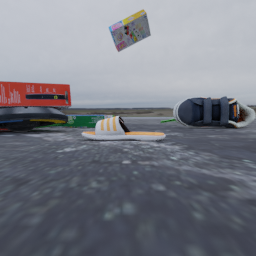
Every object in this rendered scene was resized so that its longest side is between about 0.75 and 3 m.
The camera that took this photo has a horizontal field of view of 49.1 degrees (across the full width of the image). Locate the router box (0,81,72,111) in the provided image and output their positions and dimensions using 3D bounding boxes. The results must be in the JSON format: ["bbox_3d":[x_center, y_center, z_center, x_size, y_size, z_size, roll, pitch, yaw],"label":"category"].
[{"bbox_3d":[-2.719,-0.604,6.815,1.976,0.538,2.202,-3,-4,-35],"label":"router box"}]

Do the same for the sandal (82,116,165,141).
[{"bbox_3d":[-0.069,-0.002,4.535,1.339,0.384,0.513,0,3,5],"label":"sandal"}]

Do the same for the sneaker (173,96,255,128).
[{"bbox_3d":[2.648,-0.487,8.423,2.493,0.978,0.990,1,-3,-19],"label":"sneaker"}]

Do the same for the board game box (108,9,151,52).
[{"bbox_3d":[0.075,-2.904,8.416,1.164,0.235,0.891,-27,-30,-2],"label":"board game box"}]

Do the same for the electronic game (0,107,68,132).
[{"bbox_3d":[-2.474,-0.141,6.503,2.146,0.447,2.146,-6,-3,0],"label":"electronic game"}]

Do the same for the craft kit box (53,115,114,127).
[{"bbox_3d":[-1.550,-0.253,9.608,1.916,0.465,1.892,0,5,7],"label":"craft kit box"}]

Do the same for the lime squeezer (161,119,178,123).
[{"bbox_3d":[2.626,-0.409,13.427,2.004,0.378,0.708,2,3,27],"label":"lime squeezer"}]
